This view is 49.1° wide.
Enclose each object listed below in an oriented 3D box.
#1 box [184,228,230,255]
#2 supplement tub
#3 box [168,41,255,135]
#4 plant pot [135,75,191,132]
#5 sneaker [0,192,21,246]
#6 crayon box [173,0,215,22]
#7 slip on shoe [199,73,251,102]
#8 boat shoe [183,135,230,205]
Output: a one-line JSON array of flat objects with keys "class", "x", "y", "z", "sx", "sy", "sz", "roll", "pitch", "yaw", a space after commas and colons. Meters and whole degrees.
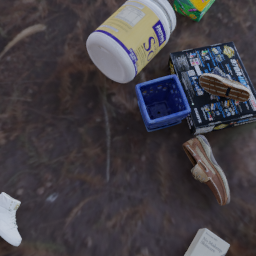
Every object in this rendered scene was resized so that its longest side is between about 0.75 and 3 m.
[{"class": "box", "x": 1.820, "y": 3.728, "z": 7.408, "sx": 0.812, "sy": 0.676, "sz": 1.977, "roll": 32, "pitch": 71, "yaw": 12}, {"class": "supplement tub", "x": 0.156, "y": -3.079, "z": 9.497, "sx": 1.983, "sy": 1.983, "sz": 2.727, "roll": 37, "pitch": 73, "yaw": 14}, {"class": "box", "x": 2.879, "y": -1.416, "z": 9.509, "sx": 2.345, "sy": 0.679, "sz": 2.951, "roll": -12, "pitch": 68, "yaw": -5}, {"class": "plant pot", "x": 1.030, "y": -0.683, "z": 8.893, "sx": 1.385, "sy": 1.246, "sz": 1.385, "roll": -15, "pitch": 70, "yaw": -6}, {"class": "sneaker", "x": -3.352, "y": 2.520, "z": 7.970, "sx": 1.520, "sy": 0.560, "sz": 0.878, "roll": 41, "pitch": 76, "yaw": 16}, {"class": "crayon box", "x": 2.822, "y": -5.284, "z": 11.148, "sx": 1.188, "sy": 0.583, "sz": 2.000, "roll": 33, "pitch": 71, "yaw": 13}, {"class": "slip on shoe", "x": 3.050, "y": -1.327, "z": 8.831, "sx": 1.620, "sy": 0.616, "sz": 0.491, "roll": 20, "pitch": 38, "yaw": 13}, {"class": "boat shoe", "x": 2.292, "y": 1.291, "z": 8.388, "sx": 0.798, "sy": 0.841, "sz": 2.222, "roll": -18, "pitch": 60, "yaw": -3}]
